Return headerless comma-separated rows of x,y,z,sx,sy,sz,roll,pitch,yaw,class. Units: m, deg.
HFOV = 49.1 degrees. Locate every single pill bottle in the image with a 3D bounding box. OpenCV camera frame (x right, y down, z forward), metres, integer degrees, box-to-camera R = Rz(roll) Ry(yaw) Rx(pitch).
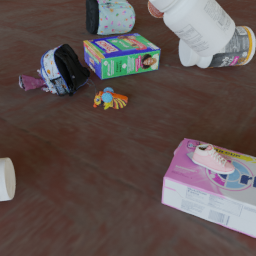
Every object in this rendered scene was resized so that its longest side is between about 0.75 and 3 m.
-3.671,1.250,6.022,2.185,1.234,1.234,-6,36,-10,pill bottle
3.917,-3.584,12.505,2.963,1.724,1.724,-7,36,-9,pill bottle
1.109,-3.784,8.358,0.753,0.753,1.343,-6,13,-9,pill bottle
1.406,-2.530,6.215,1.861,1.064,1.064,32,24,-28,pill bottle

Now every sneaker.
1.838,0.639,5.973,0.906,0.474,0.341,19,38,24,sneaker

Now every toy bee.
-0.821,-1.040,9.840,1.524,0.829,0.998,36,34,6,toy bee

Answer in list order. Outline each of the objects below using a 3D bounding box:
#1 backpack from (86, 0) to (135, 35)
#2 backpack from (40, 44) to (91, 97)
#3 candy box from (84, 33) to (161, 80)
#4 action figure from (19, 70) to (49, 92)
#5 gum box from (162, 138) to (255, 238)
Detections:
-1.019,-6.644,16.718,2.817,2.351,1.783,-11,54,-20,backpack
-2.440,-2.207,10.551,1.365,1.688,1.772,-7,31,22,backpack
-0.335,-3.307,12.645,2.798,1.078,2.365,-16,39,-19,candy box
-3.530,-1.723,10.977,1.310,0.878,0.976,-5,-9,-27,action figure
2.151,1.273,6.259,2.692,0.890,1.528,16,38,22,gum box
